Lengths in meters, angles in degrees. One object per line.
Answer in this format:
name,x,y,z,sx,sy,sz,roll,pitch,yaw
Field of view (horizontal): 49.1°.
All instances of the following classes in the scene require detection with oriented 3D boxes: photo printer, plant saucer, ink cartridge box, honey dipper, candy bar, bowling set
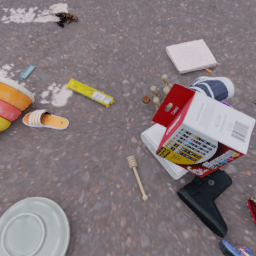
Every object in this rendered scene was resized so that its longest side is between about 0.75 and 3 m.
photo printer,2.131,0.387,10.574,2.589,0.899,2.154,-31,68,-18
plant saucer,-3.132,3.374,8.702,2.581,0.648,2.581,-3,62,6
ink cartridge box,1.890,0.199,8.498,2.427,2.764,1.159,27,66,2
honey dipper,0.348,1.807,10.098,0.320,0.320,1.688,-15,61,-9
candy bar,-1.687,-1.534,12.216,2.355,0.261,0.587,26,65,15
plant saucer,-4.644,-2.602,13.001,0.290,0.079,0.828,21,59,13
bowling set,1.294,-1.235,11.781,1.291,0.996,1.855,-12,58,14

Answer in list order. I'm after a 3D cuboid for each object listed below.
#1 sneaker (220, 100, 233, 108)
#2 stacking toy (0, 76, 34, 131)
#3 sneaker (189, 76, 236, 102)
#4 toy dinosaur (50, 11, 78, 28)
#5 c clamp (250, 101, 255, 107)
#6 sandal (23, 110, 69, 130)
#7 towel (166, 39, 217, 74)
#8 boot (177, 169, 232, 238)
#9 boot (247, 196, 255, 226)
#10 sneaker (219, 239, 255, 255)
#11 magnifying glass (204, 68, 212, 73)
sneaker,3.375,-0.915,11.134,2.546,1.126,1.024,43,101,23
stacking toy,-5.075,-0.537,10.972,1.950,1.950,2.669,18,76,11
sneaker,2.429,-1.177,9.979,1.468,2.705,0.948,-24,99,-10
toy dinosaur,-3.405,-5.830,14.812,1.458,0.745,0.989,-3,41,20
c clamp,5.888,-0.985,11.960,1.140,0.154,0.974,24,56,16
sandal,-3.344,-0.419,11.343,1.903,0.545,0.729,7,58,5
towel,2.998,-3.423,13.340,1.937,0.312,1.850,-13,57,-8
boot,2.957,2.321,9.456,1.760,0.800,2.095,-36,58,-16
boot,5.228,3.045,8.918,1.960,0.952,2.603,-12,55,-9
sneaker,3.499,3.908,8.702,1.423,0.536,0.558,33,56,9
magnifying glass,3.575,-2.811,13.126,0.799,0.090,0.318,40,66,21
